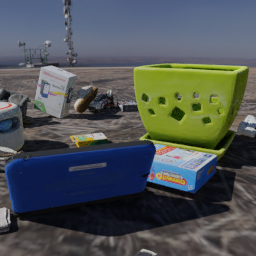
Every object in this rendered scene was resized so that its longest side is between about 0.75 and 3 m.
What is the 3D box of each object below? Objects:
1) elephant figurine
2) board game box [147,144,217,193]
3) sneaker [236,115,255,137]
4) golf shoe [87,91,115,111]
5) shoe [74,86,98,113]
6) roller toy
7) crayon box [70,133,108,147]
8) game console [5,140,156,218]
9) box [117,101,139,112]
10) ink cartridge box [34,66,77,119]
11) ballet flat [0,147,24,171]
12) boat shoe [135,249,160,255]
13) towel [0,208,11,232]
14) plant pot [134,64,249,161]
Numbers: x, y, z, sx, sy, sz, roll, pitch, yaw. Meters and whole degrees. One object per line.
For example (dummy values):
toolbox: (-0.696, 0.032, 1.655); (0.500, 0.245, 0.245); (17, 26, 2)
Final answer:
elephant figurine: (-3.940, -0.587, 9.873); (1.805, 1.400, 1.277); (29, -13, 41)
board game box: (0.893, 0.739, 5.624); (1.419, 0.405, 1.449); (9, 10, 30)
sneaker: (3.832, -0.017, 8.724); (0.564, 0.523, 1.392); (22, 28, 29)
golf shoe: (-1.256, -1.180, 12.343); (0.677, 0.772, 1.754); (10, 20, 29)
shoe: (-1.794, -1.209, 11.315); (0.596, 0.780, 2.232); (22, 24, 0)
roller toy: (-3.574, -0.039, 7.154); (1.662, 1.273, 1.822); (-5, 16, -19)
crayon box: (-1.079, 0.357, 7.671); (0.931, 0.240, 0.585); (-5, 16, -19)
game console: (-0.863, 0.644, 4.827); (2.175, 1.856, 1.287); (-6, 43, -20)
box: (0.210, -0.996, 12.483); (1.222, 0.304, 0.964); (-5, 16, -17)
ink cartridge box: (-2.807, -1.396, 10.822); (1.234, 1.698, 0.743); (22, 19, 8)
ballet flat: (-2.952, 0.651, 6.068); (1.549, 0.521, 0.527); (-1, 15, -1)
boat shoe: (0.500, 1.591, 2.822); (1.258, 0.465, 0.379); (2, 18, 40)
towel: (-2.153, 1.394, 4.070); (0.830, 0.143, 0.550); (-7, 16, -24)
plant pot: (1.635, -0.486, 7.130); (2.374, 2.154, 2.362); (8, 17, 27)
